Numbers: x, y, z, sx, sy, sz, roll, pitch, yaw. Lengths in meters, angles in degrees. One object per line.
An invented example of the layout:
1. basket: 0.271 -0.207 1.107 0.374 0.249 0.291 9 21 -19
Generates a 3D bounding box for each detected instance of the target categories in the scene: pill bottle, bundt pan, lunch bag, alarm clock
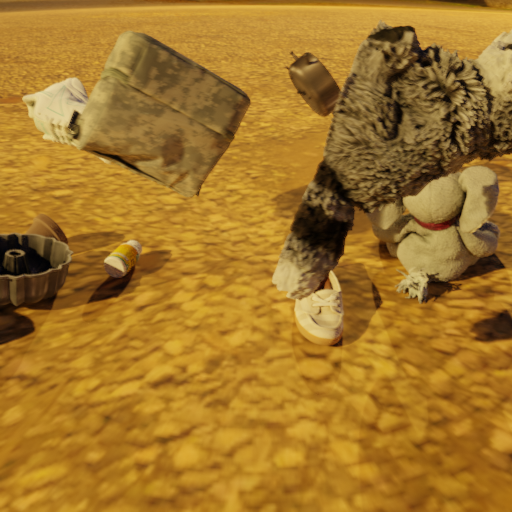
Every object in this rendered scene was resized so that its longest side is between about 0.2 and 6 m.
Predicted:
1. pill bottle: -2.353 0.035 10.013 0.429 0.429 0.761 9 31 14
2. bundt pan: -3.948 0.256 9.209 1.800 0.676 1.800 7 22 -3
3. lunch bag: -1.329 -1.845 7.589 1.963 1.646 1.368 24 3 -30
4. alarm clock: 1.219 -3.101 10.737 0.590 1.774 1.196 -41 25 6

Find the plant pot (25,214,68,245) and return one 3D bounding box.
1. plant pot: -4.008 -0.295 10.415 0.757 0.757 0.661 22 56 32

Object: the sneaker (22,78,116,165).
1. sneaker: -2.938 -2.071 9.068 1.041 0.914 2.598 -24 44 -27

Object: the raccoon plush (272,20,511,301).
1. raccoon plush: 1.907 -0.823 6.022 2.327 3.472 1.680 24 18 11

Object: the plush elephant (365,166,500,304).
1. plush elephant: 3.086 -0.764 9.679 2.262 2.127 2.747 13 33 21

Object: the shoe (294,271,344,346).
1. shoe: 0.966 0.607 8.891 0.738 0.564 2.112 0 30 -1
